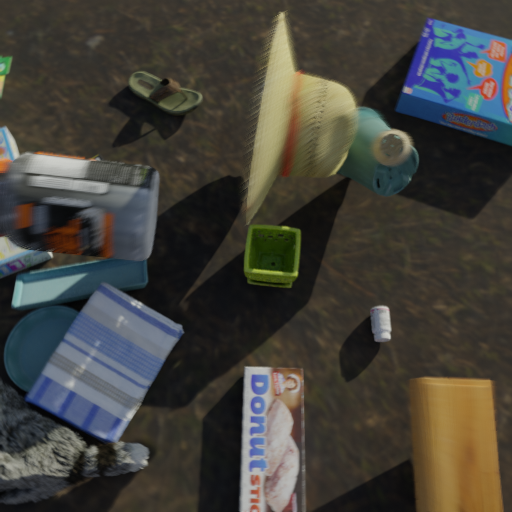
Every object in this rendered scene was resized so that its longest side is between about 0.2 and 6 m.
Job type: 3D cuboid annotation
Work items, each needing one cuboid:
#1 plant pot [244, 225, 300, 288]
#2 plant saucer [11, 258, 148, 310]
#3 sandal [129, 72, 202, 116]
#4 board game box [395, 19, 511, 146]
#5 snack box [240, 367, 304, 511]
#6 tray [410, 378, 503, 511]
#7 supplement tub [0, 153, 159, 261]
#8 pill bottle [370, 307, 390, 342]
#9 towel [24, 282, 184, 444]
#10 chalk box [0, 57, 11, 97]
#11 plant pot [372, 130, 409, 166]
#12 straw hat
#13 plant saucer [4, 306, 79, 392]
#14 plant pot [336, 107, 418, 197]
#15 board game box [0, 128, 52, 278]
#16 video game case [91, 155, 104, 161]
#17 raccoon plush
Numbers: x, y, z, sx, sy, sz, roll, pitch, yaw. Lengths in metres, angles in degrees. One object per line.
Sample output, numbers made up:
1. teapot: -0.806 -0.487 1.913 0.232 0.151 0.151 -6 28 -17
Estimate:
1. plant pot: 0.300 0.061 10.640 0.999 0.907 0.994 5 67 2
2. plant saucer: -3.313 0.502 10.686 2.513 0.238 0.878 -11 44 -4
3. sandal: -2.068 -3.658 12.428 1.800 0.514 0.715 23 69 9
4. board game box: 4.917 -3.826 12.402 3.058 0.688 2.325 19 68 8
5. snack box: 0.277 3.386 9.522 1.049 0.355 2.917 1 67 0
6. tray: 3.207 3.310 8.942 1.291 0.485 2.617 6 74 -17
7. supplement tub: -3.071 -0.841 9.480 2.691 1.649 1.649 5 67 -7
8. pill bottle: 2.322 1.278 10.430 0.340 0.340 0.600 0 67 0
9. towel: -2.595 1.867 9.862 1.785 0.289 2.431 34 69 -11
10. chalk box: -6.214 -4.118 12.376 1.608 0.996 1.001 0 66 -1
11. plant pot: 2.305 -1.859 9.535 0.629 0.576 0.629 1 97 11
12. straw hat: 0.925 -2.325 10.082 1.628 3.847 3.847 10 67 1
13. plant saucer: -3.738 1.738 10.262 1.636 0.294 1.636 0 67 1
14. plant pot: 2.283 -1.948 10.907 1.441 1.441 1.412 -30 46 -12
15. board game box: -5.580 -0.953 11.275 2.055 0.523 3.056 -22 69 -9
16. video game case: -3.424 -1.337 11.637 1.177 0.166 1.302 -34 72 -14
17. raccoon plush: -3.471 2.955 9.545 2.931 1.418 1.963 4 49 -29
